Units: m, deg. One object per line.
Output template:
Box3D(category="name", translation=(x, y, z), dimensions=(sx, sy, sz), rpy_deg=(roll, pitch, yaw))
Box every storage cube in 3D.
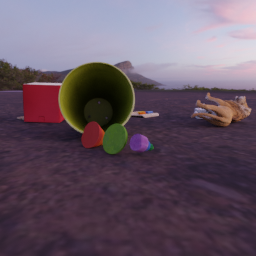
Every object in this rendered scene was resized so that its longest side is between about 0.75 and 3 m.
Box3D(category="storage cube", translation=(-3.443, -1.105, 11.798), dimensions=(1.707, 1.535, 1.459), rpy_deg=(3, 12, 2))

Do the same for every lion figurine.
Box3D(category="lion figurine", translation=(3.619, -0.565, 10.795), dimensions=(1.813, 1.073, 2.961), rpy_deg=(29, 35, 19))

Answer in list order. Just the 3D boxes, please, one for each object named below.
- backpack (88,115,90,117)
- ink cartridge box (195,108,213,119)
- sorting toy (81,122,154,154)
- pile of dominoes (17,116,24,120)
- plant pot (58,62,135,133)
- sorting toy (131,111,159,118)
Box3D(category="backpack", translation=(-2.318, -0.925, 13.096), dimensions=(1.101, 0.811, 1.206), rpy_deg=(-5, 10, -24))
Box3D(category="ink cartridge box", translation=(3.562, -0.657, 12.603), dimensions=(1.022, 0.425, 0.749), rpy_deg=(1, 10, 6))
Box3D(category="sorting toy", translation=(-0.222, 0.325, 6.838), dimensions=(2.109, 0.731, 0.726), rpy_deg=(7, -12, 43))
Box3D(category="pile of dominoes", translation=(-4.163, -0.599, 12.787), dimensions=(1.257, 0.257, 1.612), rpy_deg=(5, 10, 24))
Box3D(category="plant pot", translation=(-0.959, -0.677, 8.947), dimensions=(2.137, 2.137, 2.284), rpy_deg=(-1, -8, -5))
Box3D(category="sorting toy", translation=(0.500, -0.670, 13.229), dimensions=(1.222, 0.243, 1.653), rpy_deg=(10, 13, 44))
